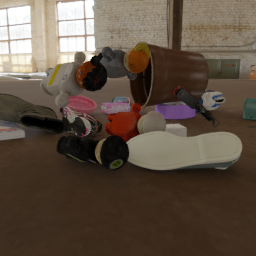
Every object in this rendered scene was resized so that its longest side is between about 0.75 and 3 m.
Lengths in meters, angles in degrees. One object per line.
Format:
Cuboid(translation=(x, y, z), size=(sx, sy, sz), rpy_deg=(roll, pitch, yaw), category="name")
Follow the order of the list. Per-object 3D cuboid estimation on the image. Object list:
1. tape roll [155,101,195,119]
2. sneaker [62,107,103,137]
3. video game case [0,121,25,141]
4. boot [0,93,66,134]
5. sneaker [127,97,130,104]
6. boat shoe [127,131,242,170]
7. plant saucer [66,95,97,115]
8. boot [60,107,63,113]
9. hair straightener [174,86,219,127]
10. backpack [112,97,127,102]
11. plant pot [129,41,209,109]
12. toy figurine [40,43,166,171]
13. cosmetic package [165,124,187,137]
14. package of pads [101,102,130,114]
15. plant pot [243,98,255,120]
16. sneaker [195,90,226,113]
Cuboid(translation=(2.261, -0.900, 13.417), size=(1.881, 0.617, 1.881), rpy_deg=(-2, 13, 1), category="tape roll")
Cuboid(translation=(-1.699, -0.164, 10.208), size=(0.954, 0.888, 2.211), rpy_deg=(1, 19, -36), category="sneaker")
Cuboid(translation=(-5.076, 0.129, 9.721), size=(2.452, 0.282, 2.235), rpy_deg=(-7, 15, -31), category="video game case")
Cuboid(translation=(-3.813, -0.519, 10.056), size=(2.975, 1.007, 1.943), rpy_deg=(10, 7, -24), category="boot")
Cuboid(translation=(-0.211, -1.786, 18.039), size=(0.557, 0.353, 0.991), rpy_deg=(1, 14, -11), category="sneaker")
Cuboid(translation=(1.265, 0.666, 6.790), size=(2.756, 1.004, 0.852), rpy_deg=(-4, -32, 13), category="boat shoe")
Cuboid(translation=(-2.476, -1.139, 14.057), size=(1.785, 0.453, 1.785), rpy_deg=(13, 24, -6), category="plant saucer")
Cuboid(translation=(-3.113, -1.016, 14.788), size=(1.008, 0.347, 1.082), rpy_deg=(-1, 8, -11), category="boot")
Cuboid(translation=(2.534, -0.627, 9.976), size=(2.168, 0.443, 0.834), rpy_deg=(39, 17, -22), category="hair straightener")
Cuboid(translation=(-0.423, -1.658, 17.099), size=(0.711, 0.671, 0.872), rpy_deg=(-2, 25, -39), category="backpack")
Cuboid(translation=(1.911, -2.413, 13.078), size=(2.970, 3.001, 3.001), rpy_deg=(-2, 13, -17), category="plant pot")
Cuboid(translation=(-0.471, -0.594, 7.045), size=(1.975, 2.795, 2.839), rpy_deg=(3, 20, 39), category="toy figurine")
Cuboid(translation=(1.029, 0.234, 8.609), size=(1.381, 0.586, 0.743), rpy_deg=(-4, 11, -11), category="cosmetic package")
Cuboid(translation=(-0.633, -1.060, 14.475), size=(1.357, 0.514, 0.818), rpy_deg=(-6, 17, -26), category="package of pads")
Cuboid(translation=(5.692, -0.799, 12.790), size=(0.835, 0.835, 1.182), rpy_deg=(7, 22, 28), category="plant pot")
Cuboid(translation=(4.277, -1.525, 15.177), size=(2.119, 1.166, 2.894), rpy_deg=(11, 16, 31), category="sneaker")
